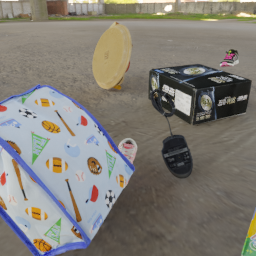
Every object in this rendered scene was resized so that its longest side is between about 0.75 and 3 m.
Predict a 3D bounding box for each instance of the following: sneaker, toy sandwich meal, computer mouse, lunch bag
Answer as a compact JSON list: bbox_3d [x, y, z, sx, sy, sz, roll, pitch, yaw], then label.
[{"bbox_3d":[-0.100,0.709,6.123,0.455,0.631,1.208,15,43,5],"label":"sneaker"},{"bbox_3d":[-0.518,-3.007,11.942,1.027,2.998,2.998,8,17,-37],"label":"toy sandwich meal"},{"bbox_3d":[3.692,-2.558,10.185,0.483,0.572,1.308,9,24,37],"label":"sneaker"},{"bbox_3d":[0.953,0.103,6.395,0.627,2.140,0.364,-15,-13,3],"label":"computer mouse"},{"bbox_3d":[-1.314,0.526,4.657,1.466,2.368,2.013,-30,11,29],"label":"lunch bag"}]

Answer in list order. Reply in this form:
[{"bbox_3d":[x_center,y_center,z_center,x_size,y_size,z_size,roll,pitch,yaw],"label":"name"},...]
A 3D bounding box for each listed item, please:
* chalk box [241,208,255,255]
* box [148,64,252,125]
[{"bbox_3d":[2.098,1.664,3.426,1.099,1.091,1.760,3,35,36],"label":"chalk box"},{"bbox_3d":[2.398,-1.338,9.976,2.324,1.222,2.837,-11,27,-22],"label":"box"}]
